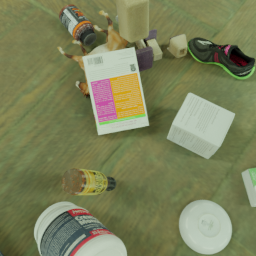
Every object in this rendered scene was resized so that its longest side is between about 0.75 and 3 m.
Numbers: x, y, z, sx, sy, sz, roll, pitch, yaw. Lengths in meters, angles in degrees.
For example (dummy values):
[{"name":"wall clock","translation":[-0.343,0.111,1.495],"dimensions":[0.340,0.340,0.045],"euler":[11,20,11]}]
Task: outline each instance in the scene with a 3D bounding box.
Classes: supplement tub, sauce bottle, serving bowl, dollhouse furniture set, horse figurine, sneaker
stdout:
[{"name":"supplement tub","translation":[-1.031,2.422,5.739],"dimensions":[1.854,1.301,1.301],"euler":[20,64,49]},{"name":"sauce bottle","translation":[-0.781,1.221,6.299],"dimensions":[0.567,1.717,0.567],"euler":[-5,78,24]},{"name":"serving bowl","translation":[1.875,2.325,6.662],"dimensions":[1.260,0.414,1.260],"euler":[0,67,1]},{"name":"dollhouse furniture set","translation":[0.439,-3.271,7.722],"dimensions":[2.195,2.770,1.966],"euler":[-19,65,-5]},{"name":"horse figurine","translation":[-0.814,-2.276,8.089],"dimensions":[2.501,0.624,1.658],"euler":[-39,75,-1]},{"name":"sneaker","translation":[2.774,-2.225,8.248],"dimensions":[2.094,0.877,0.804],"euler":[26,70,10]},{"name":"supplement tub","translation":[-1.530,-3.172,8.729],"dimensions":[0.712,0.712,1.331],"euler":[-35,72,-13]}]

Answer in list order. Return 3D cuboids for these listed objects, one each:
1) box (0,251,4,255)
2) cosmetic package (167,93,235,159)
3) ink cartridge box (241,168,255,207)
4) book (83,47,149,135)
[{"name":"box","translation":[-3.974,3.680,5.937],"dimensions":[2.829,0.722,2.231],"euler":[-42,75,-15]},{"name":"cosmetic package","translation":[1.838,-0.032,7.265],"dimensions":[1.256,1.051,1.045],"euler":[27,69,10]},{"name":"ink cartridge box","translation":[3.623,1.402,6.968],"dimensions":[1.228,0.537,0.892],"euler":[-7,67,-4]},{"name":"book","translation":[-0.325,-0.969,7.489],"dimensions":[1.404,0.505,2.101],"euler":[-11,94,-3]}]
